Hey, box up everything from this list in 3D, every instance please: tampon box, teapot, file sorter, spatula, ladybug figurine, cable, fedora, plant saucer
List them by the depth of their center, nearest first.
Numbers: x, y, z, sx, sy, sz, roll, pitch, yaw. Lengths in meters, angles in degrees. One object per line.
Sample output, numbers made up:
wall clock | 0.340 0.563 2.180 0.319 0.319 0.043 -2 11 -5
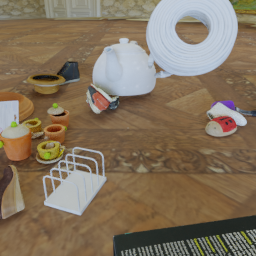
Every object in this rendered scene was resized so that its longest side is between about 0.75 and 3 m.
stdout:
tampon box | 0.991 2.134 3.169 2.176 1.631 1.374 -4 27 -9
file sorter | -1.154 1.104 6.194 0.885 0.794 1.276 9 29 19
cable | 1.595 -2.475 7.168 2.271 2.272 0.786 -1 -4 8
ladybug figurine | 3.011 -0.096 8.975 1.195 0.430 0.811 -18 32 -32
spatula | 4.266 -0.593 10.034 2.561 0.263 0.724 4 63 -3
plant saucer | -4.855 -0.751 10.218 2.687 0.503 2.687 -1 27 0
teapot | -0.135 -2.697 11.956 2.936 2.173 2.975 -10 21 -26
fedora | -3.589 -1.915 12.343 1.636 0.667 1.636 4 26 -2

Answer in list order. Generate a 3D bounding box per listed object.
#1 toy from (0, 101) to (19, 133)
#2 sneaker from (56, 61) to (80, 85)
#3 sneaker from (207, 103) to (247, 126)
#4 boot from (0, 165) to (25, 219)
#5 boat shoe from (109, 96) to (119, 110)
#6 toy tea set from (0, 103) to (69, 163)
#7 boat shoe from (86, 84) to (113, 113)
toy | -4.434 -0.222 8.888 1.953 1.124 0.461 -4 -13 -7
sneaker | -3.197 -2.653 13.468 1.823 0.968 0.682 -21 34 -36
sneaker | 3.290 -0.311 9.509 0.733 0.467 1.268 -35 49 -20
boot | -2.937 1.371 5.915 1.261 0.548 1.516 -11 32 -24
boat shoe | -0.551 -0.977 10.839 0.447 0.421 1.245 -17 12 6
toy tea set | -2.583 -0.059 8.221 1.664 1.036 2.798 -1 27 -2
boat shoe | -1.223 -1.096 10.601 0.747 0.850 2.388 -49 23 0
